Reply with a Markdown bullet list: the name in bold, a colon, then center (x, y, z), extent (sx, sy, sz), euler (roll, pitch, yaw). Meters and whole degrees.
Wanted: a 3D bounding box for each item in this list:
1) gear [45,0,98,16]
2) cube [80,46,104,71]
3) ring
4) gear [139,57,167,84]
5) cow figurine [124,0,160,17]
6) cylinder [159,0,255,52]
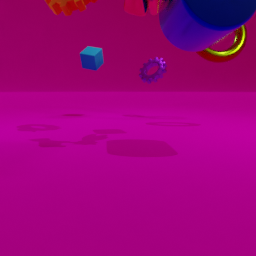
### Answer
- **gear**: center (-1.362, -3.546, 7.148), extent (1.579, 1.579, 0.292), euler (3, -27, 22)
- **cube**: center (-1.520, -2.939, 11.828), extent (0.705, 0.705, 0.705), euler (14, 45, 19)
- **ring**: center (2.671, -2.793, 8.321), extent (1.760, 1.760, 0.352), euler (-1, -6, -4)
- **gear**: center (1.022, -2.376, 11.560), extent (1.188, 1.188, 0.220), euler (6, -24, 37)
- **cow figurine**: center (0.332, -2.645, 5.325), extent (0.665, 1.212, 1.193), euler (20, -3, 12)
- **cylinder**: center (1.282, -2.069, 4.683), extent (1.282, 1.282, 1.282), euler (-1, 1, -7)
